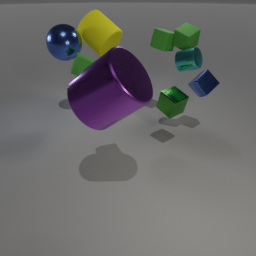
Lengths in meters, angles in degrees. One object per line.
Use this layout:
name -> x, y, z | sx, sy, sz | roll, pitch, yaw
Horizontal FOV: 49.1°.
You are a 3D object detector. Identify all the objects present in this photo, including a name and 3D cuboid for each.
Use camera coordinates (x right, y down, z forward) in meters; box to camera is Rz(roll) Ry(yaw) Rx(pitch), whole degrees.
cube -> 1.494, -0.872, 9.446 | 0.700, 0.700, 0.700 | -25, 54, -32
cylinder -> -1.202, -4.026, 11.965 | 1.400, 1.400, 1.400 | 43, 40, 7
cylinder -> 2.029, -2.279, 9.361 | 0.700, 0.700, 0.700 | -3, 20, 39
cube -> 2.207, -3.422, 10.587 | 0.700, 0.700, 0.700 | -37, 60, -24
ball -> -2.514, -3.367, 11.051 | 1.400, 1.400, 1.400 | 0, 28, 0
cube -> 1.401, -3.444, 10.952 | 0.700, 0.700, 0.700 | 31, 30, 29
cube -> -1.722, -2.349, 10.645 | 0.700, 0.700, 0.700 | 20, 20, -20
cube -> 2.777, -1.630, 10.322 | 0.700, 0.700, 0.700 | -43, 5, -5
cylinder -> -0.395, -0.849, 6.280 | 1.400, 1.400, 1.400 | -29, 11, 33
